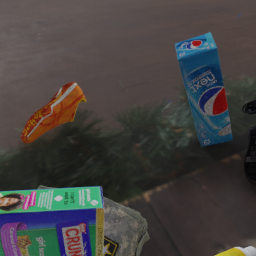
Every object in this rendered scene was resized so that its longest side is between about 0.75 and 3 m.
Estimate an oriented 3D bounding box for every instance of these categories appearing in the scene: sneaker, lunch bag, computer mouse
[{"bbox_3d":[-2.165,-0.384,8.611,0.954,1.008,2.613,-4,37,47],"label":"sneaker"},{"bbox_3d":[-0.964,2.233,4.990,2.378,1.398,1.951,3,40,23],"label":"lunch bag"},{"bbox_3d":[4.088,0.305,7.339,1.942,0.637,2.766,-13,48,35],"label":"computer mouse"}]

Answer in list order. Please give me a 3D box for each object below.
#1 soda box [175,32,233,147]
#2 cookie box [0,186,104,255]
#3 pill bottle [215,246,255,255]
[{"bbox_3d":[2.116,-0.920,7.654,0.956,2.981,1.011,-14,37,15],"label":"soda box"},{"bbox_3d":[-1.061,1.441,3.668,1.469,1.257,0.552,-2,23,-11],"label":"cookie box"},{"bbox_3d":[2.020,2.640,5.333,1.050,0.588,0.588,-11,41,-20],"label":"pill bottle"}]
